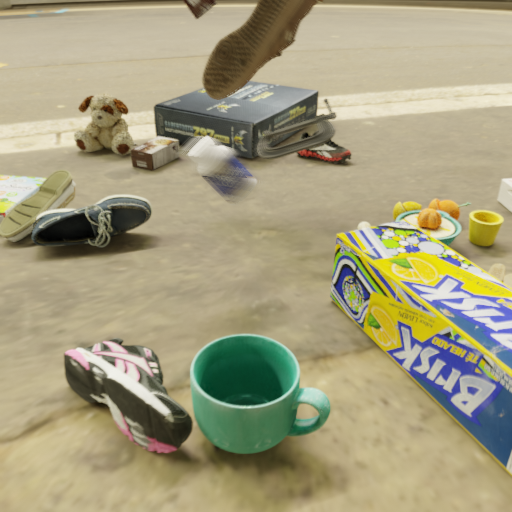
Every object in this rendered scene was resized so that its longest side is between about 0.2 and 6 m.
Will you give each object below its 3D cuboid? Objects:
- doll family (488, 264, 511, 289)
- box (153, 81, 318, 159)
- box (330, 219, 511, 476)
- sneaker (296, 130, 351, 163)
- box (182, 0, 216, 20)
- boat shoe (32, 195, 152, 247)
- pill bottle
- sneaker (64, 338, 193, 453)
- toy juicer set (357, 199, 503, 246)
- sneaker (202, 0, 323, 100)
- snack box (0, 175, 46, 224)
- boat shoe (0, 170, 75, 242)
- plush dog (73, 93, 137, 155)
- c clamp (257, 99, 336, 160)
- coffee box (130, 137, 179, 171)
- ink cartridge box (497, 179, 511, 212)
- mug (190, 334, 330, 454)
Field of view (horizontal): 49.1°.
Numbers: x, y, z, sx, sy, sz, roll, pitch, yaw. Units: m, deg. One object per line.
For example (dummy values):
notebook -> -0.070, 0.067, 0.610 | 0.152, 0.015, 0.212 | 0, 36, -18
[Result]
doll family -> 4.476, 0.908, 7.749 | 1.063, 1.566, 2.709 | -43, 47, -10
box -> -0.463, -4.226, 16.619 | 3.292, 1.065, 4.174 | 18, 35, 25
box -> 2.641, 0.944, 7.645 | 1.387, 1.273, 3.959 | -13, 32, -22
sneaker -> 1.777, -2.884, 14.690 | 1.525, 0.745, 0.539 | 16, 32, 23
box -> -0.873, -3.835, 8.370 | 0.391, 0.387, 0.471 | -35, 27, 10
boat shoe -> -3.131, -0.633, 10.748 | 2.283, 0.855, 0.706 | -7, 30, -8
pill bottle -> -0.547, -1.357, 8.866 | 0.591, 1.065, 0.591 | -40, 20, 18
sneaker -> -1.500, 1.550, 7.056 | 2.159, 0.867, 0.932 | 26, 38, 35
toy juicer set -> 3.104, -0.670, 10.872 | 2.905, 0.790, 1.848 | -13, 33, -20
sneaker -> 0.194, -4.290, 11.355 | 1.164, 3.083, 1.086 | 0, 55, -51
snack box -> -5.418, -1.176, 12.035 | 1.263, 0.470, 1.776 | 6, 31, 10
boat shoe -> -4.349, -0.907, 11.413 | 0.707, 0.647, 1.893 | 22, 58, 25
plush dog -> -4.022, -3.675, 15.278 | 1.733, 1.489, 1.391 | 7, 31, 12
c clamp -> 0.762, -2.271, 10.338 | 1.652, 0.224, 1.412 | -20, 40, 0
coffee box -> -2.617, -2.670, 14.570 | 0.675, 0.477, 1.195 | 16, 34, 25
ink cartridge box -> 6.088, -1.283, 12.142 | 1.301, 0.548, 0.950 | -4, 31, -7
mug -> -0.055, 1.754, 6.589 | 1.270, 0.956, 1.546 | -18, 36, -29
